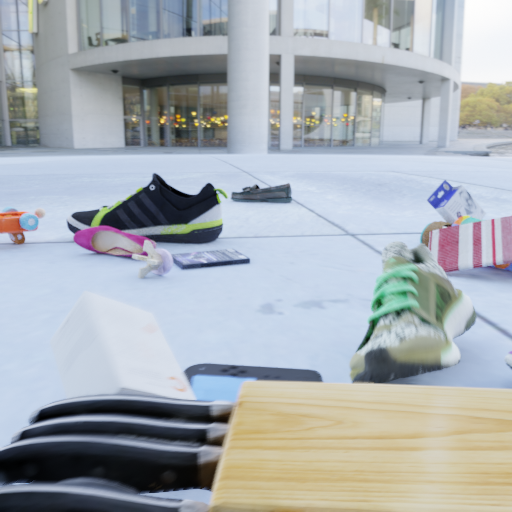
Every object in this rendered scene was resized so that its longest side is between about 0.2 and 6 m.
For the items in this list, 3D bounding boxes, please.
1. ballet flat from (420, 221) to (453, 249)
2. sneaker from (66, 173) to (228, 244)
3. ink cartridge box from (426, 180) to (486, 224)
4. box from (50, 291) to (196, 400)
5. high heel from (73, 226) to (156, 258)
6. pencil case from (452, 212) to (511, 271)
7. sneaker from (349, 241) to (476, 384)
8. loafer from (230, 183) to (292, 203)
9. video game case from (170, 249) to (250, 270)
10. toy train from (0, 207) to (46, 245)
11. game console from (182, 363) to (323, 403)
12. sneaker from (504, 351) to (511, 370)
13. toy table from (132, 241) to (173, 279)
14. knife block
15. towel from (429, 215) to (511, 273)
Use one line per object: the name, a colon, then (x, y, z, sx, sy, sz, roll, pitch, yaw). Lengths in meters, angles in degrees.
ballet flat: (3.805, -0.412, 11.357, 0.619, 0.581, 1.712, 6, 9, 28)
sneaker: (-2.339, -1.083, 12.157, 3.495, 1.447, 1.253, 0, 13, 1)
ink cartridge box: (4.450, -1.081, 12.385, 1.201, 1.204, 0.244, -41, -2, -41)
box: (-0.990, 0.839, 4.092, 0.662, 0.519, 1.065, 27, 15, -41)
high heel: (-2.733, -0.225, 10.549, 1.635, 0.551, 0.784, 13, 5, 2)
pencil case: (4.326, -0.199, 9.634, 0.912, 0.912, 2.063, -10, 19, -36)
sneaker: (1.411, 0.475, 5.565, 1.013, 1.168, 2.635, -24, -3, 27)
loafer: (0.170, -2.093, 18.302, 2.063, 0.649, 0.741, 3, 13, 13)
video game case: (-0.862, 0.053, 10.241, 1.269, 0.120, 0.906, -6, 14, -22)
toy train: (-6.083, -0.663, 11.944, 3.035, 0.844, 2.280, 14, 18, 37)
game console: (-0.015, 1.280, 4.693, 1.331, 0.234, 1.505, -1, 13, -1)
sneaker: (3.422, 0.764, 5.227, 2.388, 0.996, 0.963, -4, 14, -15)
toy table: (-1.722, 0.083, 9.228, 0.398, 0.624, 0.679, 11, -10, -44)
knife block: (0.375, 1.261, 2.937, 3.197, 1.023, 2.806, -12, 19, -39)
towel: (3.622, -0.163, 9.353, 1.453, 0.165, 1.047, -11, 40, 30)
